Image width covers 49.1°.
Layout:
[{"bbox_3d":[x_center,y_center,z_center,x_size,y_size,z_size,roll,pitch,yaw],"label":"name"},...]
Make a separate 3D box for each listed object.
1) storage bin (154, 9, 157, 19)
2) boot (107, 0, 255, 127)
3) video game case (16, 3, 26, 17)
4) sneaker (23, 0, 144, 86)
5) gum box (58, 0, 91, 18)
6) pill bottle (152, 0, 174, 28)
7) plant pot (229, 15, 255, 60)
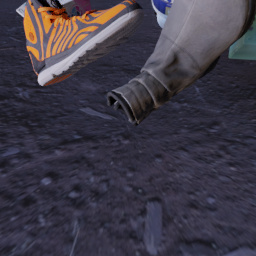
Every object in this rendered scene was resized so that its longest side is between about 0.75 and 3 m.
[{"bbox_3d":[1.787,-3.781,7.392,1.187,2.533,1.712,-25,62,-23],"label":"storage bin"},{"bbox_3d":[0.546,-0.910,3.923,1.905,2.894,1.010,-39,72,-6],"label":"boot"},{"bbox_3d":[-3.219,-4.000,9.520,0.882,0.104,0.803,42,77,18],"label":"video game case"},{"bbox_3d":[-0.993,-1.783,4.754,2.519,1.411,0.977,-21,6,33],"label":"sneaker"},{"bbox_3d":[-1.593,-3.008,7.684,0.556,0.954,1.681,9,39,25],"label":"gum box"},{"bbox_3d":[0.899,-2.525,5.004,0.958,1.600,0.958,-2,70,4],"label":"pill bottle"},{"bbox_3d":[3.586,-2.599,7.844,1.226,1.227,1.736,8,11,16],"label":"plant pot"}]
